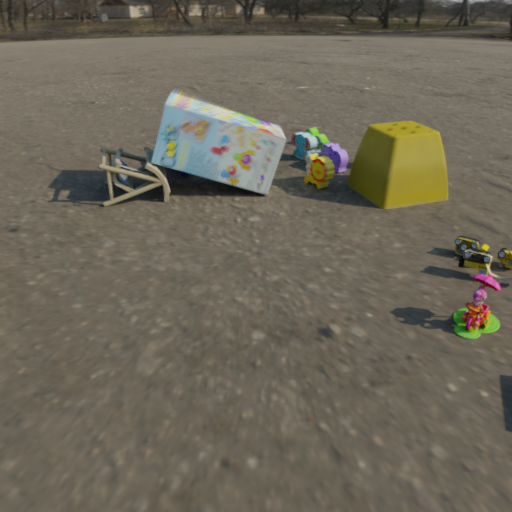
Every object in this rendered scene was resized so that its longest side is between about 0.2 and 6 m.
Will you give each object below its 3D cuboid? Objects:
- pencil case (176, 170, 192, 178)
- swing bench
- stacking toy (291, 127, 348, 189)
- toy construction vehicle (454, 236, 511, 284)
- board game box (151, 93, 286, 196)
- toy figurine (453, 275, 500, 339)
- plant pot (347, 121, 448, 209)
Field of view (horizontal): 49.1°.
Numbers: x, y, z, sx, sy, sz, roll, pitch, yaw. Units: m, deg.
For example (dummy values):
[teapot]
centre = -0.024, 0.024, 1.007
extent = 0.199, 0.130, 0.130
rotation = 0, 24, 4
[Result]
[pencil case]
centre = -2.077, -2.739, 15.457
extent = 0.688, 0.766, 1.764
rotation = -48, 33, 5
[swing bench]
centre = -2.956, -1.998, 13.664
extent = 1.587, 1.030, 1.579
rotation = -6, 27, -11
[stacking toy]
centre = 1.727, -2.995, 15.789
extent = 2.787, 0.869, 3.697
rotation = -19, 32, -32
[toy construction vehicle]
centre = 4.264, 0.093, 10.341
extent = 1.323, 0.466, 1.152
rotation = 16, 20, 23
[board game box]
centre = -0.927, -2.754, 13.726
extent = 2.877, 1.509, 1.482
rotation = 15, 24, -11
[toy figurine]
centre = 3.401, 0.708, 8.595
extent = 0.693, 0.850, 0.923
rotation = 21, 35, 35
[plant pot]
centre = 3.474, -2.310, 13.612
extent = 1.842, 1.625, 1.842
rotation = -10, 28, -17
